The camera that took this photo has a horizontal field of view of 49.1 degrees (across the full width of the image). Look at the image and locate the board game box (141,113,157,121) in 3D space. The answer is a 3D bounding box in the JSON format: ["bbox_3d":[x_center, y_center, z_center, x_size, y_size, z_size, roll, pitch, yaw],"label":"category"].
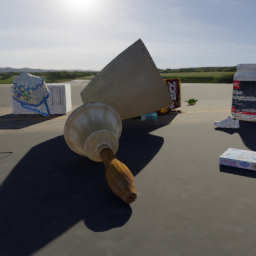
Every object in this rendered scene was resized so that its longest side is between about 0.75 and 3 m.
[{"bbox_3d":[0.951,-0.518,12.634,0.720,0.224,0.954,1,12,4],"label":"board game box"}]

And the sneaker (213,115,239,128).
[{"bbox_3d":[3.767,-0.254,10.725,0.954,0.474,0.372,2,12,9],"label":"sneaker"}]

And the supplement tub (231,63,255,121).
[{"bbox_3d":[5.539,-1.609,12.423,1.707,2.432,1.707,0,12,0],"label":"supplement tub"}]

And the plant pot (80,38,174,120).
[{"bbox_3d":[-0.211,-1.472,10.886,2.999,2.808,2.808,-27,9,8],"label":"plant pot"}]

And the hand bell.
[{"bbox_3d":[-0.412,0.607,5.711,1.452,1.452,2.788,-4,25,-19],"label":"hand bell"}]

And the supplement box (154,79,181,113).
[{"bbox_3d":[1.318,-1.759,14.923,2.362,1.590,2.395,3,12,30],"label":"supplement box"}]

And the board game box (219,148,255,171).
[{"bbox_3d":[2.749,0.730,6.631,0.933,0.192,0.931,8,14,33],"label":"board game box"}]

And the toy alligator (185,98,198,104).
[{"bbox_3d":[4.029,-1.680,18.154,1.203,0.357,0.326,-9,-27,-33],"label":"toy alligator"}]

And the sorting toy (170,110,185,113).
[{"bbox_3d":[2.592,-0.863,14.528,0.857,0.145,0.413,-7,13,-31],"label":"sorting toy"}]

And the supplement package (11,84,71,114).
[{"bbox_3d":[-4.380,-1.521,14.413,2.666,1.460,1.516,0,12,-1],"label":"supplement package"}]

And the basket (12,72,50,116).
[{"bbox_3d":[-3.051,-1.017,8.832,1.149,1.303,0.907,17,50,17],"label":"basket"}]
